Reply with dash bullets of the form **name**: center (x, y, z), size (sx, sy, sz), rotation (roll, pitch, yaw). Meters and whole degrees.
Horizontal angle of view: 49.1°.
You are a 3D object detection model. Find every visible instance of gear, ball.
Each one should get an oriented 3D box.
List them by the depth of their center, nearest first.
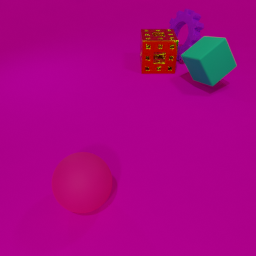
- **ball**: center (-0.838, 0.993, 5.150), size (1.098, 1.098, 1.098), rotation (0, 38, 0)
- **gear**: center (2.013, -3.409, 10.299), size (0.325, 1.756, 1.756), rotation (2, 33, -32)

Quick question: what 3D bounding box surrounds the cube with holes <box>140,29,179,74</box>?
- **cube with holes**: center (1.049, -2.715, 9.883), size (1.178, 1.178, 1.178), rotation (0, 38, -1)

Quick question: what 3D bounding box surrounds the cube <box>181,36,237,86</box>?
- **cube**: center (2.460, -2.059, 8.569), size (1.017, 1.017, 1.017), rotation (-40, 30, -5)
